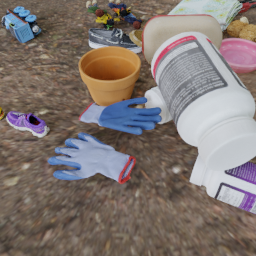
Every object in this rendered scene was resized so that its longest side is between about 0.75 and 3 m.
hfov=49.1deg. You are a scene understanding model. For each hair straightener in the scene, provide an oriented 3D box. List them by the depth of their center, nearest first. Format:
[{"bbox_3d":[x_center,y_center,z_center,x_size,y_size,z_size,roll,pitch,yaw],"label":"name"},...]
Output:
[{"bbox_3d":[5.376,-5.830,12.964,2.391,0.489,0.920,-26,52,-23],"label":"hair straightener"}]

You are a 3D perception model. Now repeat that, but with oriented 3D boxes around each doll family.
[{"bbox_3d":[-0.494,-4.652,11.575,2.498,0.980,1.444,-16,44,-18],"label":"doll family"}]

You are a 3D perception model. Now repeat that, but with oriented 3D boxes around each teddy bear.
[{"bbox_3d":[4.898,-3.633,10.748,1.621,0.747,2.236,-16,49,-17],"label":"teddy bear"}]

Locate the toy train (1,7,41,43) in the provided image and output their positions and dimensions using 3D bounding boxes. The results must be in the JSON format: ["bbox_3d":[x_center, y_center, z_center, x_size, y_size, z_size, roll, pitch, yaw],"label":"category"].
[{"bbox_3d":[-4.331,-4.197,11.243,1.096,0.832,1.919,-36,56,-22],"label":"toy train"}]

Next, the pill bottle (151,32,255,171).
[{"bbox_3d":[1.659,-0.621,6.062,1.614,1.614,2.915,-10,52,-9],"label":"pill bottle"}]

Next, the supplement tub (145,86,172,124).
[{"bbox_3d":[1.383,-0.857,7.933,1.573,1.038,1.038,-24,51,-22],"label":"supplement tub"}]

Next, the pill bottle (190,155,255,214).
[{"bbox_3d":[2.320,1.156,6.071,1.794,1.000,1.000,20,50,17],"label":"pill bottle"}]

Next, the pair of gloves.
[{"bbox_3d":[-0.514,0.186,6.868,2.340,0.332,2.911,9,48,30],"label":"pair of gloves"}]

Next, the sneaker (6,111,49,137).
[{"bbox_3d":[-2.749,-0.240,7.687,1.341,0.559,0.541,18,49,17],"label":"sneaker"}]

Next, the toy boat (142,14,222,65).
[{"bbox_3d":[1.788,-3.079,9.527,2.635,1.720,1.722,0,38,3],"label":"toy boat"}]

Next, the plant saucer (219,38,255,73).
[{"bbox_3d":[3.889,-2.513,9.871,1.861,0.472,1.861,0,46,0],"label":"plant saucer"}]

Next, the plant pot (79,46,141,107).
[{"bbox_3d":[-0.518,-1.435,8.343,1.759,1.231,1.759,0,46,0],"label":"plant pot"}]

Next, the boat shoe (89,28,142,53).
[{"bbox_3d":[-0.430,-3.330,10.450,2.180,0.739,0.782,13,48,12],"label":"boat shoe"}]

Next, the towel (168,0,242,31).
[{"bbox_3d":[3.045,-4.725,11.548,2.699,0.650,2.310,15,45,30],"label":"towel"}]

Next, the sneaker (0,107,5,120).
[{"bbox_3d":[-4.241,-0.530,7.920,1.352,0.608,0.473,0,47,0],"label":"sneaker"}]

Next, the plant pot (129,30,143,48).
[{"bbox_3d":[0.655,-3.358,10.577,1.244,0.171,1.244,16,42,-15],"label":"plant pot"}]
